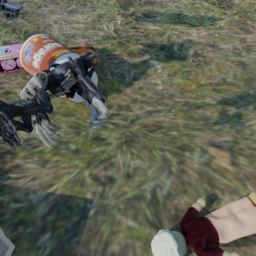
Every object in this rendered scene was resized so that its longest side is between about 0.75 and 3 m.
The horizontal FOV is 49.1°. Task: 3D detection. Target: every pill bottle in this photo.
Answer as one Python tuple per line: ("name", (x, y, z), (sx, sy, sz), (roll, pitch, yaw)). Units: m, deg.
("pill bottle", (-2.022, -1.749, 8.265), (1.324, 1.324, 2.360), (-36, 56, -29))

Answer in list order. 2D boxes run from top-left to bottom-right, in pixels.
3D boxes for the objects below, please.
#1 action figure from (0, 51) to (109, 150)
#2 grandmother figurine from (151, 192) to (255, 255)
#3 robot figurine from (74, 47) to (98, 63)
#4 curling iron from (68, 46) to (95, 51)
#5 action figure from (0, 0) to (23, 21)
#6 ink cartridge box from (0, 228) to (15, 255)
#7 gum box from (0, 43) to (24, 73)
("action figure", (-0.932, -0.296, 3.611), (1.225, 1.051, 2.060), (-25, 9, 37))
("grandmother figurine", (1.572, 1.969, 5.279), (2.347, 0.711, 1.423), (-15, 24, -10))
("robot figurine", (-1.510, -2.300, 9.290), (1.035, 0.604, 0.745), (-10, 28, -10))
("curling iron", (-1.753, -2.873, 10.144), (1.094, 0.140, 0.271), (4, 47, 4))
("action figure", (-3.264, -2.058, 5.167), (2.323, 2.247, 1.215), (7, 24, 0))
("ink cartridge box", (-3.549, 2.536, 4.432), (2.475, 1.038, 2.173), (8, 47, 7))
("gum box", (-4.025, -2.307, 9.346), (1.547, 0.512, 0.878), (-13, 47, -12))
